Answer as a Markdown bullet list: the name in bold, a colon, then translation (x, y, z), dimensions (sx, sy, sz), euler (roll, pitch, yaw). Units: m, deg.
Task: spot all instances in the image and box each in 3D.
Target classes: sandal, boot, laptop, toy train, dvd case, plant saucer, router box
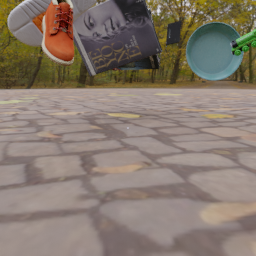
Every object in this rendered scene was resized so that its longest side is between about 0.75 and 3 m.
- **sandal**: translation (-1.839, -2.997, 7.118), dimensions (0.787, 1.052, 2.745), euler (18, 54, 44)
- **boot**: translation (-1.017, -1.499, 4.199), dimensions (0.456, 1.215, 0.651), euler (2, -35, -33)
- **laptop**: translation (2.109, -4.274, 13.082), dimensions (1.116, 1.045, 0.647), euler (0, -9, 41)
- **toy train**: translation (3.466, -2.443, 7.458), dimensions (1.543, 0.435, 0.322), euler (-24, 21, 33)
- **dvd case**: translation (-0.533, -3.205, 9.725), dimensions (2.926, 2.176, 0.234), euler (-13, 25, 25)
- **plant saucer**: translation (2.674, -2.367, 8.754), dimensions (1.769, 1.769, 0.318), euler (0, 7, 2)
- **router box**: translation (0.052, -3.389, 11.229), dimensions (2.156, 0.894, 2.877), euler (1, -18, 15)
